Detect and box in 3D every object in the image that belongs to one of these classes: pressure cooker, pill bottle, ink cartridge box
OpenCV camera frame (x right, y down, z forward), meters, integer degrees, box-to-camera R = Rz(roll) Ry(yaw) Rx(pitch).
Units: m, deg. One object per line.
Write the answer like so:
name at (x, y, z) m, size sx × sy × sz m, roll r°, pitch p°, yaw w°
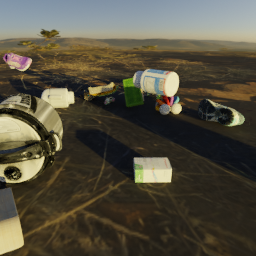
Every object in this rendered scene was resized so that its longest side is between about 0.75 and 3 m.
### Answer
pressure cooker at (-2.997, 0.338, 7.715) m, size 2.191 × 2.157 × 2.453 m, roll 39°, pitch 15°, yaw -14°
pill bottle at (1.019, -1.748, 10.594) m, size 1.612 × 0.905 × 0.905 m, roll 18°, pitch 27°, yaw 38°
ink cartridge box at (0.677, 1.173, 7.888) m, size 1.004 × 0.439 × 0.730 m, roll -2°, pitch 21°, yaw -2°

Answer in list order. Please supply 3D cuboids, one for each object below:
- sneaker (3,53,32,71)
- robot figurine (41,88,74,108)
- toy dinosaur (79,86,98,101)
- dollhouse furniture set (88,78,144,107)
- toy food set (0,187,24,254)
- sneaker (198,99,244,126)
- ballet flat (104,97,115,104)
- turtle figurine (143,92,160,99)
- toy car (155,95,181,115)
sneaker at (-3.309, -2.001, 8.292) m, size 1.066 × 0.471 × 0.429 m, roll 13°, pitch 67°, yaw 34°
robot figurine at (-3.679, -1.536, 14.438) m, size 1.753 × 0.990 × 1.487 m, roll -3°, pitch -2°, yaw -8°
toy dinosaur at (-2.181, -2.005, 16.425) m, size 1.018 × 0.766 × 1.990 m, roll 24°, pitch 20°, yaw 20°
dollhouse furniture set at (-0.587, -1.704, 15.230) m, size 2.797 × 1.404 × 1.832 m, roll -10°, pitch 1°, yaw 7°
toy food set at (-3.055, 1.970, 5.658) m, size 1.543 × 0.649 × 2.150 m, roll -11°, pitch 15°, yaw -26°
sneaker at (4.082, -0.607, 12.461) m, size 1.017 × 0.915 × 2.357 m, roll 7°, pitch 19°, yaw -30°
ballet flat at (-1.030, -1.543, 15.464) m, size 0.302 × 0.311 × 0.875 m, roll 13°, pitch 24°, yaw 32°
turtle figurine at (1.597, -2.065, 16.672) m, size 0.918 × 1.275 × 1.236 m, roll 12°, pitch 28°, yaw -44°
toy car at (1.967, -1.224, 13.666) m, size 1.270 × 0.952 × 1.111 m, roll -4°, pitch 20°, yaw -10°
